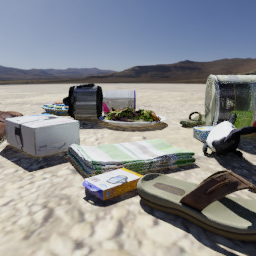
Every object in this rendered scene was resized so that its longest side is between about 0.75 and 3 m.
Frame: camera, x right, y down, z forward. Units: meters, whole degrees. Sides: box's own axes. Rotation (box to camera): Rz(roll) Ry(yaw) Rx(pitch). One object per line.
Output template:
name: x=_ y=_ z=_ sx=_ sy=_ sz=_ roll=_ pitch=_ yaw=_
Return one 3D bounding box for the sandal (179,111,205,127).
sandal: x=2.929 y=-0.439 z=12.138 sx=0.744 sy=0.535 sz=1.875 roll=10 pitch=14 yaw=40

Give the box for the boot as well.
boot: x=-5.364 y=-0.053 z=9.639 sx=2.772 sy=0.955 sz=2.974 roll=-2 pitch=16 yaw=2

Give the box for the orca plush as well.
orca plush: x=2.809 y=0.336 z=7.385 sx=0.900 sy=1.331 sz=2.531 roll=39 pitch=-10 yaw=5

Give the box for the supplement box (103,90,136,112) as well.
supplement box: x=-0.487 y=-1.522 z=15.795 sx=1.844 sy=0.933 sz=0.953 roll=0 pitch=35 yaw=-1

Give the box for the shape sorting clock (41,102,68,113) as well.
shape sorting clock: x=-3.431 y=-1.240 z=15.853 sx=2.821 sy=0.553 sz=2.821 roll=-1 pitch=10 yaw=0

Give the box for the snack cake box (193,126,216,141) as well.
snack cake box: x=2.853 y=0.181 z=9.528 sx=1.106 sy=0.372 sz=0.636 roll=-3 pitch=11 yaw=-13

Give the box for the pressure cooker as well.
pressure cooker: x=-2.144 y=-1.220 z=13.271 sx=1.863 sy=1.639 sz=1.664 roll=-1 pitch=45 yaw=1

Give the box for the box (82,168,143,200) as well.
box: x=-0.319 y=1.089 z=5.503 sx=1.127 sy=0.234 sz=0.671 roll=-12 pitch=17 yaw=-38

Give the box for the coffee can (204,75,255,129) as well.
coffee can: x=4.509 y=-0.924 z=10.469 sx=2.907 sy=2.127 sz=2.127 roll=1 pitch=12 yaw=5

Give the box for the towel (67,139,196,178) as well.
towel: x=0.034 y=0.619 z=7.272 sx=2.806 sy=0.431 sz=2.094 roll=-5 pitch=13 yaw=-25

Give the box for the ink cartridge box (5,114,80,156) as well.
ink cartridge box: x=-2.614 y=0.140 z=8.520 sx=1.458 sy=0.841 sz=2.010 roll=-11 pitch=16 yaw=-43

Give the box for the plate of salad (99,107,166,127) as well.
plate of salad: x=0.207 y=-0.574 z=12.317 sx=2.958 sy=0.710 sz=2.958 roll=0 pitch=11 yaw=0

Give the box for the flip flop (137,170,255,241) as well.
flip flop: x=1.320 y=1.013 z=4.468 sx=2.680 sy=0.772 sz=1.087 roll=9 pitch=15 yaw=37
